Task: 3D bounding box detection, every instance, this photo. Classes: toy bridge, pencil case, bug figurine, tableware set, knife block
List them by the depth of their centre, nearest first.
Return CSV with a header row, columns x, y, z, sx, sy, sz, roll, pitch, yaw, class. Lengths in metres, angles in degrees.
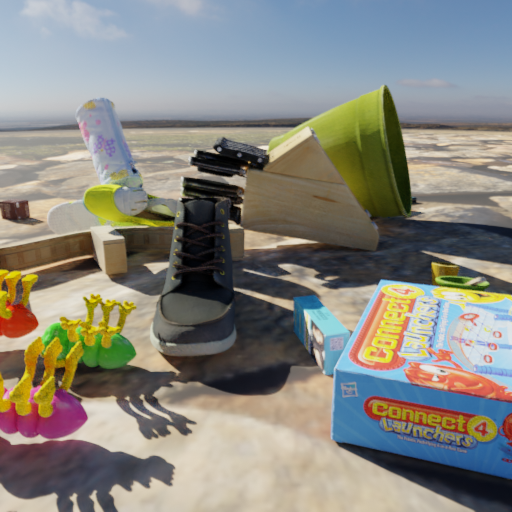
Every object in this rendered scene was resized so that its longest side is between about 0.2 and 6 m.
x,y,z,sx,sy,sz,roll,pitch,yaw,class
-2.834,1.101,5.929,2.746,0.911,3.541,7,13,3,bug figurine
3.963,0.503,8.273,3.115,0.478,2.099,10,11,43,tableware set
-2.789,-0.126,10.455,4.951,0.674,1.664,-7,15,-23,toy bridge
-3.041,-2.235,11.595,0.859,2.065,0.937,-13,-20,-33,pencil case
0.296,-1.007,11.783,3.265,3.719,1.190,-34,16,14,knife block

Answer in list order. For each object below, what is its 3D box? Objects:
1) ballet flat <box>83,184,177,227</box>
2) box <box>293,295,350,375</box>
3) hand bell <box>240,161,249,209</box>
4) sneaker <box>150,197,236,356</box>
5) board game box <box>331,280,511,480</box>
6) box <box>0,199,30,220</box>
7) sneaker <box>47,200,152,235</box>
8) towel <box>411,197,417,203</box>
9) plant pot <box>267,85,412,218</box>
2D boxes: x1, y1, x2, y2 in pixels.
x,y,z,sx,sy,sz,roll,pitch,yaw,class
-2.243,-1.012,11.144,0.787,0.785,2.349,-18,-21,38,ballet flat
0.794,0.962,7.042,0.314,0.525,1.277,-5,17,-12,box
-0.127,-1.678,13.747,0.875,1.681,0.875,-1,24,0,hand bell
-0.875,0.143,7.810,1.157,1.644,3.095,-1,17,-3,sneaker
2.418,1.164,5.896,2.686,0.767,2.743,7,18,20,board game box
-6.218,-1.198,14.431,0.557,0.462,0.457,7,18,22,box
-3.246,-0.722,12.436,2.474,0.937,1.299,4,2,-3,sneaker
3.484,-1.670,16.465,2.061,0.224,1.511,-11,20,-33,towel
2.018,-2.249,13.970,3.063,3.181,3.181,-10,12,23,plant pot
